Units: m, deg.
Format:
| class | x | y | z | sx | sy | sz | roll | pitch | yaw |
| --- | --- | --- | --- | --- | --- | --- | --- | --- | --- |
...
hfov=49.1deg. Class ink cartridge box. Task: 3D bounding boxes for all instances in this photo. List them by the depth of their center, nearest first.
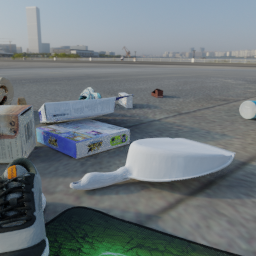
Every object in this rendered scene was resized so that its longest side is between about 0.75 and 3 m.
| class | x | y | z | sx | sy | sz | roll | pitch | yaw |
| --- | --- | --- | --- | --- | --- | --- | --- | --- | --- |
| ink cartridge box | -1.427 | -0.570 | 8.988 | 2.635 | 0.535 | 2.630 | -9 | 3 | -20 |

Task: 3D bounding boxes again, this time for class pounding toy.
| class | x | y | z | sx | sy | sz | roll | pitch | yaw |
| --- | --- | --- | --- | --- | --- | --- | --- | --- | --- |
| pounding toy | -4.945 | -1.164 | 10.610 | 1.465 | 1.461 | 2.554 | 9 | 18 | 31 |

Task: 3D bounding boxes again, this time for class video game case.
| class | x | y | z | sx | sy | sz | roll | pitch | yaw |
| --- | --- | --- | --- | --- | --- | --- | --- | --- | --- |
| video game case | -1.205 | 0.207 | 7.424 | 1.706 | 0.428 | 1.882 | -12 | 19 | -43 |

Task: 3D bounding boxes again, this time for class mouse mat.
| class | x | y | z | sx | sy | sz | roll | pitch | yaw |
| --- | --- | --- | --- | --- | --- | --- | --- | --- | --- |
| mouse mat | -0.182 | 1.615 | 2.832 | 2.798 | 0.105 | 2.251 | 9 | 17 | 27 |

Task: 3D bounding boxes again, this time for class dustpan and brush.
| class | x | y | z | sx | sy | sz | roll | pitch | yaw |
| --- | --- | --- | --- | --- | --- | --- | --- | --- | --- |
| dustpan and brush | 0.307 | 0.699 | 5.335 | 2.802 | 0.802 | 1.956 | 1 | 7 | -23 |

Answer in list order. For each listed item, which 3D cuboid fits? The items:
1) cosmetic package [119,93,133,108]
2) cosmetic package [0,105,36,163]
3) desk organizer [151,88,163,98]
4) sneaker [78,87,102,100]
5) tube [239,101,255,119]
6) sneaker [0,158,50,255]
| class | x | y | z | sx | sy | sz | roll | pitch | yaw |
| --- | --- | --- | --- | --- | --- | --- | --- | --- | --- |
| cosmetic package | -0.127 | -1.286 | 12.906 | 0.325 | 0.530 | 1.285 | -7 | 16 | -16 |
| cosmetic package | -3.614 | 0.105 | 6.440 | 2.611 | 1.139 | 1.350 | -2 | 15 | -6 |
| desk organizer | 1.631 | -1.958 | 15.659 | 0.372 | 0.400 | 1.038 | -4 | 15 | -14 |
| sneaker | -1.920 | -1.397 | 12.850 | 0.883 | 0.794 | 2.046 | -11 | 18 | -25 |
| tube | 5.334 | -0.768 | 10.959 | 2.631 | 0.663 | 1.019 | -7 | 28 | -40 |
| sneaker | -1.433 | 1.003 | 3.461 | 0.809 | 0.868 | 2.190 | -5 | 13 | -17 |
